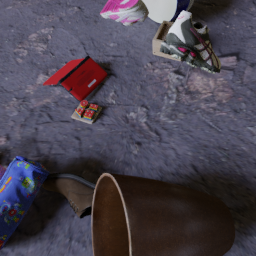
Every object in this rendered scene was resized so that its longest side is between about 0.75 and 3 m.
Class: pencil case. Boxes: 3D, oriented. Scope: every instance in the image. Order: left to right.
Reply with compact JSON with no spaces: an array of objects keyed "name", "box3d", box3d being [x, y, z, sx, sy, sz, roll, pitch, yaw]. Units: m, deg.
[{"name":"pencil case","box3d":[-3.072,1.896,7.119,0.972,1.082,2.492,14,66,37]}]

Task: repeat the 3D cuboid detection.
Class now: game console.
[{"name":"game console","box3d":[-2.056,-1.905,11.046,1.636,1.127,1.898,42,55,-8]}]

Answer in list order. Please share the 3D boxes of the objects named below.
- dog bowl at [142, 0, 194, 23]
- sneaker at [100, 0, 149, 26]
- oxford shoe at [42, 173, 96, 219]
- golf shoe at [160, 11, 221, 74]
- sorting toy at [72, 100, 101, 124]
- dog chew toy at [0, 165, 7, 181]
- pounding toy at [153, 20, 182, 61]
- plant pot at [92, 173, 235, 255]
[{"name":"dog bowl","box3d":[1.599,-6.486,12.904,1.181,2.998,2.998,-35,59,-19]},{"name":"sneaker","box3d":[-0.149,-4.224,10.264,2.345,1.034,0.954,28,83,50]},{"name":"oxford shoe","box3d":[-1.374,1.872,7.651,2.379,0.865,1.004,13,60,13]},{"name":"golf shoe","box3d":[1.631,-1.807,6.278,0.814,0.929,2.109,31,15,38]},{"name":"sorting toy","box3d":[-1.484,-0.620,9.982,0.806,0.282,0.811,17,53,13]},{"name":"dog chew toy","box3d":[-4.121,1.875,7.424,1.313,1.313,2.109,17,62,13]},{"name":"pounding toy","box3d":[2.065,-3.743,12.105,1.509,1.165,1.639,19,64,16]},{"name":"plant pot","box3d":[0.871,2.320,6.410,2.850,2.663,2.663,1,49,-21]}]
